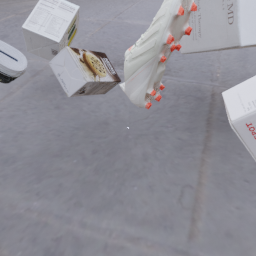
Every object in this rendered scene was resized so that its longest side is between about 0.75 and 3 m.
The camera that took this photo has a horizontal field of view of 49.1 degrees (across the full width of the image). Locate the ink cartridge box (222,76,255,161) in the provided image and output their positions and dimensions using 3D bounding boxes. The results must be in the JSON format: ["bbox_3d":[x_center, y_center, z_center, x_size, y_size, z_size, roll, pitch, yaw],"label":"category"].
[{"bbox_3d":[1.639,-0.204,2.672,1.181,0.863,0.498,-27,36,26],"label":"ink cartridge box"}]

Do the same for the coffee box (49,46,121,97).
[{"bbox_3d":[-0.994,-1.372,6.976,0.963,0.680,1.704,59,26,5],"label":"coffee box"}]

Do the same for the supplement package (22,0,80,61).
[{"bbox_3d":[-2.531,-3.323,9.432,1.247,1.256,1.655,21,66,-3],"label":"supplement package"}]

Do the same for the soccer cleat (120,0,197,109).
[{"bbox_3d":[0.402,-1.416,5.100,0.953,2.457,0.851,38,46,19],"label":"soccer cleat"}]

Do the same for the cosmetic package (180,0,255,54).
[{"bbox_3d":[2.909,-3.241,7.262,2.276,2.290,2.736,-10,14,-16],"label":"cosmetic package"}]

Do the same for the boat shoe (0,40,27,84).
[{"bbox_3d":[-3.159,-1.542,5.307,2.366,0.839,0.853,33,40,-30],"label":"boat shoe"}]
